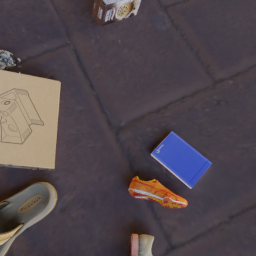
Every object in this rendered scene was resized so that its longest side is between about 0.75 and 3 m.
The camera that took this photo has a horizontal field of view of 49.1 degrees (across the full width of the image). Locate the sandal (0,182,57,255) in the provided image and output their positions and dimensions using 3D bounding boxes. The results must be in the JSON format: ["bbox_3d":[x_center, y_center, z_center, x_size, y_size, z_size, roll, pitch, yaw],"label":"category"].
[{"bbox_3d":[-3.118,2.398,6.898,2.997,0.809,1.204,-39,72,-16],"label":"sandal"}]

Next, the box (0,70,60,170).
[{"bbox_3d":[-3.165,-0.282,7.882,2.315,0.301,2.832,9,64,-24],"label":"box"}]

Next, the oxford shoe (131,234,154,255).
[{"bbox_3d":[0.409,3.401,6.571,0.643,0.617,1.743,-1,66,-3],"label":"oxford shoe"}]

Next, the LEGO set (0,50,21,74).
[{"bbox_3d":[-3.929,-2.003,9.058,1.620,0.459,1.052,40,71,16],"label":"LEGO set"}]

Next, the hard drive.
[{"bbox_3d":[1.504,0.874,7.923,1.438,0.182,0.948,40,72,16],"label":"hard drive"}]

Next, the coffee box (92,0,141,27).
[{"bbox_3d":[-0.376,-4.209,9.589,1.587,0.897,0.634,-30,75,-26],"label":"coffee box"}]

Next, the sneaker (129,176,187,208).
[{"bbox_3d":[0.824,1.675,7.376,1.580,0.577,0.610,20,57,5],"label":"sneaker"}]
